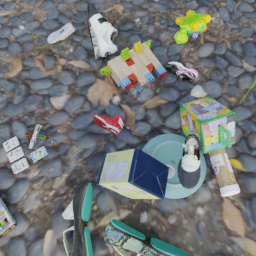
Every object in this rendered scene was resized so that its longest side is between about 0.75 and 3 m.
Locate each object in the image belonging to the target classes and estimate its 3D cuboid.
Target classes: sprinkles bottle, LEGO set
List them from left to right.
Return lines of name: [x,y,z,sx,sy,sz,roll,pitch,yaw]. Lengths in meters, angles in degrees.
LEGO set: [-3.783,0.747,11.021,1.914,0.470,1.430,-31,69,-2]
sprinkles bottle: [3.511,1.502,10.405,0.668,0.668,1.959,-9,64,-4]

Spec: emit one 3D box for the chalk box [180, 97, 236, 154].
chalk box: [2.997,-0.036,10.236,1.348,1.355,2.178,-17,30,-8]

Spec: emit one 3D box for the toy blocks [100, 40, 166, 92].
toy blocks: [0.388,-2.451,12.132,2.604,1.301,1.780,-32,80,-17]

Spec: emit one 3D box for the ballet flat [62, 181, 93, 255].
ballet flat: [-1.717,3.230,9.430,0.978,0.972,2.859,-6,64,5]

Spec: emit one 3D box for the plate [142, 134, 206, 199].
plate: [1.709,1.352,10.662,2.595,0.332,2.595,0,64,-1]

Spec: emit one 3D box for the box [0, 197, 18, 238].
box: [-5.251,3.415,9.578,2.345,0.468,1.606,-36,69,-16]

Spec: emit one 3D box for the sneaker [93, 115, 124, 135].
sneaker: [-0.745,-0.303,11.450,1.259,0.493,0.727,35,60,2]

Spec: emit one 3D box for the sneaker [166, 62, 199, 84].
sneaker: [2.322,-2.418,12.369,1.481,0.595,0.640,22,77,16]

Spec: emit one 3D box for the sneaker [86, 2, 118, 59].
sneaker: [-1.207,-4.638,13.191,1.314,1.100,2.969,-13,74,-6]

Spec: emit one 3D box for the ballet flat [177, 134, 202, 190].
ballet flat: [1.961,0.934,8.840,0.764,0.764,2.092,15,42,7]

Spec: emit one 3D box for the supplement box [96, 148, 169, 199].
supplement box: [0.173,1.599,9.394,1.670,1.672,1.123,-13,53,43]

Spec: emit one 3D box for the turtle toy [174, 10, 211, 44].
turtle toy: [2.941,-4.728,13.238,1.887,0.954,1.375,-36,46,-13]

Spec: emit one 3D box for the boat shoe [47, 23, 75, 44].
boat shoe: [-3.177,-4.447,13.390,1.418,0.466,0.510,-35,70,7]

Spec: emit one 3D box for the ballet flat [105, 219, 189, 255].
ballet flat: [0.548,4.002,9.158,2.896,1.075,1.075,22,66,13]
